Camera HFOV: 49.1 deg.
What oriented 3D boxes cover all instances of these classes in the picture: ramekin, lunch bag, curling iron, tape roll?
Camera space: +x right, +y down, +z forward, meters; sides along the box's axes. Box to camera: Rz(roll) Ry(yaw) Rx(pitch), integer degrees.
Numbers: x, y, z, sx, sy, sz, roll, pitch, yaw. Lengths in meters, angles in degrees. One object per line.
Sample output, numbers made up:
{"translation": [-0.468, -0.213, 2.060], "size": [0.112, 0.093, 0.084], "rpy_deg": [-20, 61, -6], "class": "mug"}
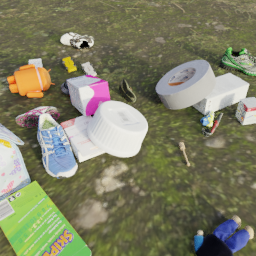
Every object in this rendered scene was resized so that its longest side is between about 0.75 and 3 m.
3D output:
{"translation": [-0.304, -0.049, 9.660], "size": [2.034, 0.991, 2.034], "rpy_deg": [21, 32, -14], "class": "ramekin"}
{"translation": [-4.196, 0.596, 8.216], "size": [2.234, 2.635, 1.675], "rpy_deg": [29, 49, 31], "class": "lunch bag"}
{"translation": [3.370, -0.187, 10.978], "size": [0.419, 0.216, 1.691], "rpy_deg": [25, 47, 27], "class": "curling iron"}
{"translation": [2.371, -1.822, 11.614], "size": [2.378, 0.786, 2.378], "rpy_deg": [-26, 29, 15], "class": "tape roll"}

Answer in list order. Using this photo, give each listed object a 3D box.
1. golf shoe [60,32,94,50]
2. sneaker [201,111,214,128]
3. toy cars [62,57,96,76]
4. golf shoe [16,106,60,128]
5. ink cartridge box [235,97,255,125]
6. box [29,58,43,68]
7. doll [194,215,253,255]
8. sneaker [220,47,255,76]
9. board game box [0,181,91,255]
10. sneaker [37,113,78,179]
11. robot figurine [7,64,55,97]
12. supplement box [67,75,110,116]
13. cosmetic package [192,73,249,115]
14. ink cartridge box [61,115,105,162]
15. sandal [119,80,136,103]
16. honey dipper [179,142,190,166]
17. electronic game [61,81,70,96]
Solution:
{"translation": [-2.985, -4.988, 16.124], "size": [2.006, 0.780, 0.948], "rpy_deg": [1, 41, 3], "class": "golf shoe"}
{"translation": [3.148, -0.401, 11.134], "size": [0.473, 0.341, 0.900], "rpy_deg": [10, 43, 12], "class": "sneaker"}
{"translation": [-2.429, -2.951, 14.025], "size": [2.086, 0.462, 0.935], "rpy_deg": [18, 57, 14], "class": "toy cars"}
{"translation": [-3.594, -0.468, 11.060], "size": [1.655, 0.601, 0.762], "rpy_deg": [-13, 38, -28], "class": "golf shoe"}
{"translation": [4.736, -0.660, 11.029], "size": [0.633, 0.875, 0.636], "rpy_deg": [-10, 41, -6], "class": "ink cartridge box"}
{"translation": [-4.684, -3.129, 14.219], "size": [0.617, 0.431, 0.810], "rpy_deg": [-9, 42, -11], "class": "box"}
{"translation": [2.339, 3.043, 7.039], "size": [1.964, 0.476, 1.340], "rpy_deg": [-26, 47, -27], "class": "doll"}
{"translation": [5.938, -3.312, 13.952], "size": [2.505, 1.067, 0.978], "rpy_deg": [18, 44, 19], "class": "sneaker"}
{"translation": [-2.359, 2.754, 7.430], "size": [1.432, 0.450, 2.999], "rpy_deg": [-30, 47, -29], "class": "board game box"}
{"translation": [-2.519, 0.582, 9.439], "size": [1.043, 1.061, 2.754], "rpy_deg": [-20, 47, -25], "class": "sneaker"}
{"translation": [-4.310, -2.077, 12.512], "size": [1.913, 1.116, 1.376], "rpy_deg": [-16, 40, -17], "class": "robot figurine"}
{"translation": [-1.587, -1.363, 11.126], "size": [1.123, 1.147, 2.220], "rpy_deg": [-16, 21, -18], "class": "supplement box"}
{"translation": [3.839, -1.496, 12.003], "size": [2.336, 0.832, 1.185], "rpy_deg": [-20, 43, -21], "class": "cosmetic package"}
{"translation": [-1.455, 0.429, 9.910], "size": [1.173, 0.680, 2.013], "rpy_deg": [-20, 43, -22], "class": "ink cartridge box"}
{"translation": [-0.003, -1.599, 12.426], "size": [0.360, 0.501, 1.262], "rpy_deg": [3, 50, -52], "class": "sandal"}
{"translation": [1.969, 0.916, 9.737], "size": [0.191, 0.191, 1.005], "rpy_deg": [-4, 43, -4], "class": "honey dipper"}
{"translation": [-2.280, -1.863, 12.828], "size": [1.567, 0.326, 1.567], "rpy_deg": [2, 37, -1], "class": "electronic game"}
